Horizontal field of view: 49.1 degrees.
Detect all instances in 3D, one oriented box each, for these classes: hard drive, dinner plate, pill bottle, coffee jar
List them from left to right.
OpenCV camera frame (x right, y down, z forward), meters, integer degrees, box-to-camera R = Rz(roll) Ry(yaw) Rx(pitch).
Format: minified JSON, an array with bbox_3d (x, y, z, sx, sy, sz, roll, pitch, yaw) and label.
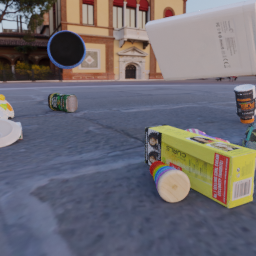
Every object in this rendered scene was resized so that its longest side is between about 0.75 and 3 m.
[{"bbox_3d":[-4.300,0.100,9.139,1.525,0.185,1.525,8,38,-6],"label":"dinner plate"},{"bbox_3d":[-3.800,-1.480,16.107,1.980,1.033,0.845,10,15,42],"label":"coffee jar"},{"bbox_3d":[1.849,-1.998,6.864,2.586,1.706,0.345,2,45,35],"label":"hard drive"},{"bbox_3d":[5.210,-1.036,12.384,0.863,1.625,0.863,-13,22,5],"label":"pill bottle"}]

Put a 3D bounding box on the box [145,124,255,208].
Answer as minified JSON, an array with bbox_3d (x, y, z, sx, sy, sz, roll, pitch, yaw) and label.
[{"bbox_3d":[1.357,0.660,6.041,0.686,1.031,2.739,-8,15,-29],"label":"box"}]

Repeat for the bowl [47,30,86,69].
[{"bbox_3d":[-2.277,-2.934,10.466,1.427,1.427,0.280,-3,5,-13],"label":"bowl"}]

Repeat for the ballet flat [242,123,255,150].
[{"bbox_3d":[4.771,0.128,8.522,2.990,1.110,1.110,-6,13,-28],"label":"ballet flat"}]

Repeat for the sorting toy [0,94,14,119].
[{"bbox_3d":[-6.431,-0.681,13.019,2.110,1.127,1.900,-5,32,-23],"label":"sorting toy"}]

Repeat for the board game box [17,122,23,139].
[{"bbox_3d":[-4.915,0.167,9.806,2.238,0.387,1.413,-5,13,-22],"label":"board game box"}]

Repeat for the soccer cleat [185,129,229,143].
[{"bbox_3d":[2.024,0.455,8.055,0.721,0.629,1.886,-16,20,-30],"label":"soccer cleat"}]

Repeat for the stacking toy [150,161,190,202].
[{"bbox_3d":[0.730,0.973,5.705,0.609,0.609,1.426,-2,7,-9],"label":"stacking toy"}]
